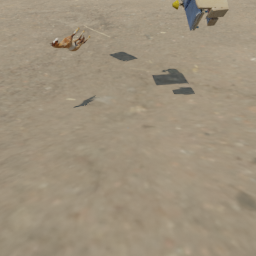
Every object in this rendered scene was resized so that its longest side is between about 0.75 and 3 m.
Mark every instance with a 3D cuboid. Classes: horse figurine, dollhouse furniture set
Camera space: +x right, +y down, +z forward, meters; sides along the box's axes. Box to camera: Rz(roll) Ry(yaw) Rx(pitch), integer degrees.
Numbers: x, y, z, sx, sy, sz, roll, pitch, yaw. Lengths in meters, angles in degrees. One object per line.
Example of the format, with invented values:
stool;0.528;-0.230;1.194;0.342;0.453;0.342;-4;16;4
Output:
horse figurine;-1.245;-1.964;6.346;0.250;0.665;1.004;52;16;3
dollhouse furniture set;1.432;-3.076;7.025;1.146;1.757;1.659;-4;75;-9
